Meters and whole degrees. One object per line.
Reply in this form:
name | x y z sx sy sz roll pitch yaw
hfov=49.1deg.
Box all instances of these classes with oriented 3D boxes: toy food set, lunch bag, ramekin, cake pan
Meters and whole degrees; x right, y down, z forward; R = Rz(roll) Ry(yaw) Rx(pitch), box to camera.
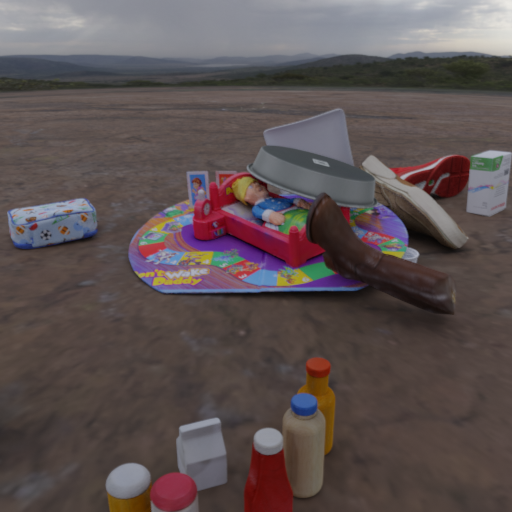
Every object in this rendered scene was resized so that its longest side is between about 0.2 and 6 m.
toy food set | -0.180 1.729 4.992 2.263 1.018 1.080 -8 23 -19
lunch bag | -4.222 -0.717 11.747 1.788 0.675 1.433 -11 22 -24
ramekin | 2.607 0.076 10.180 0.643 0.314 0.643 0 22 0
cake pan | 1.138 -1.574 10.782 2.616 0.480 2.616 14 19 -5

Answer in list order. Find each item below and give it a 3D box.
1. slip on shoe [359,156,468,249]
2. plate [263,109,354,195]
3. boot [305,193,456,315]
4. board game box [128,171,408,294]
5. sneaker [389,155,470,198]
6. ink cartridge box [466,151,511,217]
slip on shoe | 3.105 -1.002 12.049 1.345 1.072 3.538 34 14 -39
plate | 1.276 -2.472 13.286 1.885 1.881 0.305 -15 40 7
boot | 1.872 0.040 8.011 2.173 2.025 0.698 27 77 31
board game box | 0.168 -0.819 10.604 5.311 1.034 4.196 -1 28 6
sneaker | 4.164 -2.170 14.795 3.016 1.182 1.742 -14 27 -34
ink cartridge box | 5.545 -1.736 13.354 1.000 1.381 0.580 -19 25 -40
